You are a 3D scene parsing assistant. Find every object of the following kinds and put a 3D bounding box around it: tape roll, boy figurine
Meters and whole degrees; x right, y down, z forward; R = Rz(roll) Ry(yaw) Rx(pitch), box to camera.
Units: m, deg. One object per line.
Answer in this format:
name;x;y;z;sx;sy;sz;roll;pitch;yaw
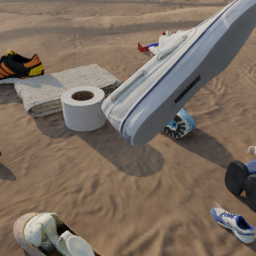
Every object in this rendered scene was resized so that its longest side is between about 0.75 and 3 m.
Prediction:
tape roll;-1.138;-0.518;7.312;1.117;0.767;1.117;0;34;0
boy figurine;3.247;0.740;5.410;2.671;0.861;1.661;-18;35;-20

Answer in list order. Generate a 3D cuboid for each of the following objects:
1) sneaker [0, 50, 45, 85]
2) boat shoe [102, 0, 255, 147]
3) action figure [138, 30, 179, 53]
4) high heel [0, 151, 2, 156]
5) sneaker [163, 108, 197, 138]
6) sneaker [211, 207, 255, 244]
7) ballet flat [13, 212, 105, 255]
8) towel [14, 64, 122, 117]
sneaker;-3.968;-2.066;9.280;2.486;1.118;0.869;5;34;7
boat shoe;0.646;-0.873;3.568;2.416;0.856;0.843;-46;65;-2
action figure;1.438;-3.790;12.061;1.924;0.952;0.628;-5;35;-12
high heel;-3.198;0.596;6.046;0.895;0.301;0.429;5;24;16
sneaker;0.962;-0.368;7.336;0.865;0.754;1.922;-9;37;-42
sneaker;1.756;1.527;4.665;0.303;0.355;0.805;-27;42;-32
ballet flat;-0.989;1.675;4.130;2.095;0.704;0.713;21;40;29
towel;-1.840;-1.247;8.657;2.964;0.511;1.964;-18;36;-24
